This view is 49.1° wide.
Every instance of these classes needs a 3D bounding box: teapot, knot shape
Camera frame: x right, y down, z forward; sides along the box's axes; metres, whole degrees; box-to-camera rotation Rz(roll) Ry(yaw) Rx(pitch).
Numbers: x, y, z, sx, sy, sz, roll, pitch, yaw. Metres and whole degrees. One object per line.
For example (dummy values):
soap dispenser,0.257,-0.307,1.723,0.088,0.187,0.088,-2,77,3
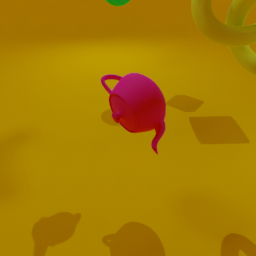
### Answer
teapot,0.109,-0.270,4.000,0.700,0.889,1.430,-33,72,-22
knot shape,1.687,-1.350,3.573,1.618,1.514,0.748,2,40,25

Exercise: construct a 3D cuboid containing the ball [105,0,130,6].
ball,-0.276,-3.783,7.511,0.951,0.951,0.951,0,31,0
